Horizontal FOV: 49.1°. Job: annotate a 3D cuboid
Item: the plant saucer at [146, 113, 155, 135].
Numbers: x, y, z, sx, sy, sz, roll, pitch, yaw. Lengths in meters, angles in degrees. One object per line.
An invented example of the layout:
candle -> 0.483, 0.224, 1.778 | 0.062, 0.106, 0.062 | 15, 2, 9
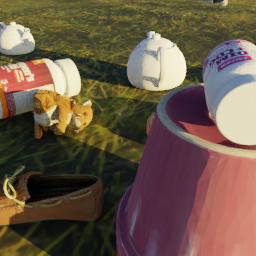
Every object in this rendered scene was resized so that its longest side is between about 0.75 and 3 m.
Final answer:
plant saucer -> 1.588, -0.045, 6.880 | 2.255, 0.364, 2.255 | 1, 31, 0

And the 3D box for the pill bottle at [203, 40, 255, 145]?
pill bottle -> 1.083, -0.388, 2.693 | 0.671, 0.671, 1.184 | 5, 30, 9

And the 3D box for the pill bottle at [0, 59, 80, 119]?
pill bottle -> -2.677, -1.190, 7.856 | 2.441, 1.338, 1.338 | -21, 36, -32

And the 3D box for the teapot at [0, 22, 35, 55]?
teapot -> -5.323, -4.266, 13.123 | 1.804, 1.317, 1.780 | -5, 30, -6

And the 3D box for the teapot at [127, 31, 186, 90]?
teapot -> 0.951, -2.327, 9.447 | 2.206, 1.611, 2.178 | 24, 40, 36

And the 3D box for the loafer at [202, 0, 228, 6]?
loafer -> 2.643, -3.936, 8.606 | 0.822, 0.287, 0.287 | 21, 4, 33

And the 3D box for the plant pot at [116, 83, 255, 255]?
plant pot -> 1.126, 0.803, 3.508 | 2.580, 2.309, 2.580 | 0, 31, 0

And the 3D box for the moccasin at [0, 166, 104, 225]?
moccasin -> -1.568, 1.041, 4.474 | 2.340, 0.903, 0.856 | 3, 30, 4

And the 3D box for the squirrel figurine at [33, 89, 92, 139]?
squirrel figurine -> -1.618, -0.474, 7.016 | 1.387, 1.052, 1.487 | -2, 33, -16
